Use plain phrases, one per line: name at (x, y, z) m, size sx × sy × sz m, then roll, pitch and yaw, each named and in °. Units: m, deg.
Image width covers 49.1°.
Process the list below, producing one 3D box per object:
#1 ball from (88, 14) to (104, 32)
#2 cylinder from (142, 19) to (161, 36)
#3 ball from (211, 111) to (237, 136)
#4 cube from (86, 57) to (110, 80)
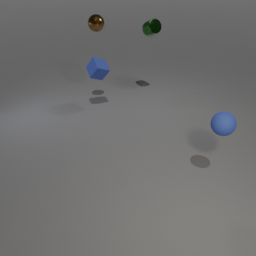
ball at (-1.347, -4.440, 11.849) m, size 0.700 × 0.700 × 0.700 m, roll 0°, pitch 29°, yaw 0°
cylinder at (1.152, -4.853, 13.547) m, size 0.700 × 0.700 × 0.700 m, roll -13°, pitch 13°, yaw -21°
ball at (2.700, -0.120, 7.919) m, size 0.700 × 0.700 × 0.700 m, roll 0°, pitch 29°, yaw 0°
cube at (-1.367, -2.690, 12.702) m, size 0.700 × 0.700 × 0.700 m, roll 3°, pitch 55°, yaw -42°
